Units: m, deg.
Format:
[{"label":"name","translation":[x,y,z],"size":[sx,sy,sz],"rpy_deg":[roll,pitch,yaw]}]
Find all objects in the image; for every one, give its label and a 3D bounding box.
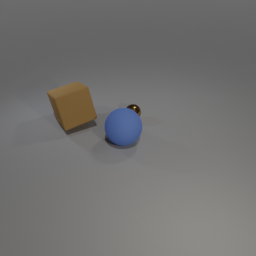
[{"label":"ball","translation":[-0.170,-0.047,10.394],"size":[1.400,1.400,1.400],"rpy_deg":[0,32,0]},{"label":"ball","translation":[0.213,-0.675,11.992],"size":[0.700,0.700,0.700],"rpy_deg":[0,32,0]},{"label":"cube","translation":[-2.292,-0.941,11.438],"size":[1.400,1.400,1.400],"rpy_deg":[-23,26,-19]}]
